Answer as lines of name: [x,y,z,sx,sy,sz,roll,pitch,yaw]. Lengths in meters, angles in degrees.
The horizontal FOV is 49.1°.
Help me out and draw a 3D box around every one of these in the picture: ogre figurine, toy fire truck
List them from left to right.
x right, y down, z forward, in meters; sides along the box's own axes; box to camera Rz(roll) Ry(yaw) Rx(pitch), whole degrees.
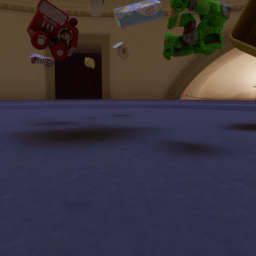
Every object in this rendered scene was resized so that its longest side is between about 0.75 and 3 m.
toy fire truck: [-2.301,-3.063,8.930,1.655,1.390,0.928,25,21,-35]
ogre figurine: [1.156,-1.701,4.899,0.976,1.627,0.798,6,50,2]

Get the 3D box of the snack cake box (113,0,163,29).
snack cake box: [0.262,-3.055,7.453,1.175,0.395,0.676,-18,35,-4]

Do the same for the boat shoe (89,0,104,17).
boat shoe: [-0.878,-4.082,8.318,0.530,0.443,1.482,8,-38,-13]

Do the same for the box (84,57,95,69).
box: [-1.555,-2.639,11.437,0.347,0.231,0.923,17,0,-2]

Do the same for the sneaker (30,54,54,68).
sneaker: [-3.342,-2.649,10.817,1.007,0.405,0.445,4,33,-46]

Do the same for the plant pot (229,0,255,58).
plant pot: [4.319,-2.841,7.972,2.201,2.201,1.941,30,7,13]

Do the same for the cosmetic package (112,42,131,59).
cosmetic package: [-0.293,-3.455,12.518,0.440,0.623,1.204,-34,22,0]
